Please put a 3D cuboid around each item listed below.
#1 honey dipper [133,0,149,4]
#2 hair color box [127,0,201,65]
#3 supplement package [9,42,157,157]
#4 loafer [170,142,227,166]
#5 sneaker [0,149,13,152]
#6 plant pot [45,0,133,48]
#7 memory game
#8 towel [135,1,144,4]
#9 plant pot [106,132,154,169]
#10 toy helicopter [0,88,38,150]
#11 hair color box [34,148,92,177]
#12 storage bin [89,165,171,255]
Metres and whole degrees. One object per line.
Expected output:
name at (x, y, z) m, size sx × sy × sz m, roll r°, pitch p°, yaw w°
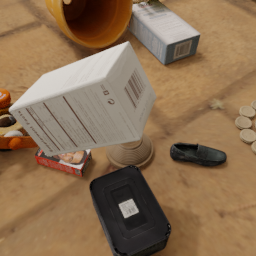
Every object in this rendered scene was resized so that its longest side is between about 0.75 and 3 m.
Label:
honey dipper at (0.266, -4.936, 10.871) m, size 0.494 × 0.494 × 2.600 m, roll -14°, pitch 23°, yaw -11°
hair color box at (1.162, -3.628, 10.312) m, size 1.413 × 0.865 × 2.855 m, roll -22°, pitch 55°, yaw -19°
supplement package at (-0.684, -0.392, 4.492) m, size 1.882 × 1.104 × 1.100 m, roll -11°, pitch 36°, yaw 30°
loafer at (1.786, 0.641, 7.087) m, size 1.439 × 0.505 × 0.489 m, roll 6°, pitch 51°, yaw 5°
sneaker at (-3.781, 0.158, 7.462) m, size 1.760 × 0.528 × 0.918 m, roll -5°, pitch 56°, yaw 1°
plant pot at (-1.680, -4.565, 10.119) m, size 2.797 × 2.797 × 2.561 m, roll -31°, pitch 42°, yaw -23°
memory game at (4.145, 0.030, 7.821) m, size 2.260 × 0.144 × 2.260 m, roll 0°, pitch 50°, yaw 0°
towel at (0.995, -5.129, 11.102) m, size 1.072 × 0.225 × 2.491 m, roll -19°, pitch 18°, yaw -10°
plant pot at (0.040, 0.430, 7.216) m, size 1.268 × 0.585 × 1.268 m, roll 0°, pitch 52°, yaw 0°
toy helicopter at (-3.406, 0.276, 6.799) m, size 1.812 × 1.081 × 2.740 m, roll 27°, pitch 46°, yaw 18°
hair color box at (-1.626, 0.724, 7.097) m, size 1.266 × 0.388 × 0.642 m, roll 14°, pitch 51°, yaw 10°
storage bin at (0.003, 1.815, 5.944) m, size 1.184 × 0.821 × 1.751 m, roll -19°, pitch 53°, yaw -15°
